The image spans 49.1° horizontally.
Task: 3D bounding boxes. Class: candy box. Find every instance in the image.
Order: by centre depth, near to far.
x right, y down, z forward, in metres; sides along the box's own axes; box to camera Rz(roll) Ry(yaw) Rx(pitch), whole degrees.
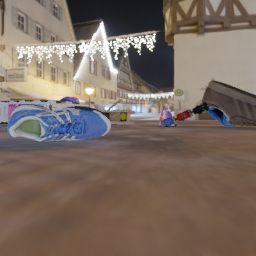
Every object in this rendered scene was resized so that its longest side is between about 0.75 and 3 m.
[{"bbox_3d":[-3.306,-0.530,10.103,2.835,0.865,1.933,1,2,25],"label":"candy box"}]

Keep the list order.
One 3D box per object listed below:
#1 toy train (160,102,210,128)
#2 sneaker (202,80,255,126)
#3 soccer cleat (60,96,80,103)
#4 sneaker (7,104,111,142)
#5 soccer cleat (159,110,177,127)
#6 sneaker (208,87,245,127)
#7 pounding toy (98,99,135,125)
[{"bbox_3d":[0.903,-0.193,4.577,0.900,0.154,0.206,-24,-2,31],"label":"toy train"},{"bbox_3d":[2.995,-0.401,7.040,2.316,0.875,0.816,27,24,15],"label":"sneaker"},{"bbox_3d":[-2.510,-1.006,12.185,0.980,1.052,2.874,19,-14,-6],"label":"soccer cleat"},{"bbox_3d":[-0.753,0.000,3.080,1.120,0.424,0.432,0,25,-3],"label":"sneaker"},{"bbox_3d":[1.255,-0.298,8.752,0.473,0.507,1.386,1,2,17],"label":"soccer cleat"},{"bbox_3d":[3.601,-0.367,8.195,2.732,1.035,1.435,20,50,40],"label":"sneaker"},{"bbox_3d":[-0.575,-0.649,10.718,1.867,1.071,1.068,2,-2,42],"label":"pounding toy"}]
